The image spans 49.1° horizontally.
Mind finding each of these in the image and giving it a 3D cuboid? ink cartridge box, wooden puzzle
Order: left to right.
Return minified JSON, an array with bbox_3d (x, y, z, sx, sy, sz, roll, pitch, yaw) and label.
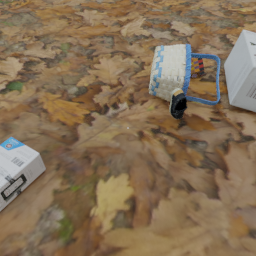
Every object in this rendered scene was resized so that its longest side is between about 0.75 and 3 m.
[{"bbox_3d":[-3.272,1.275,7.017,1.187,0.694,2.047,24,50,27],"label":"ink cartridge box"},{"bbox_3d":[2.581,-2.434,11.279,0.921,0.109,1.553,-13,42,20],"label":"wooden puzzle"}]

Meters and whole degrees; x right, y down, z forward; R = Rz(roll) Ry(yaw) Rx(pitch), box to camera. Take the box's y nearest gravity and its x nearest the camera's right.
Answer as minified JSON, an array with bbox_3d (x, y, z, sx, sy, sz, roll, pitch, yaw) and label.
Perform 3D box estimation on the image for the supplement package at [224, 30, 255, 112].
[{"bbox_3d":[4.509,-1.982,9.776,1.584,1.589,2.710,15,43,-1],"label":"supplement package"}]

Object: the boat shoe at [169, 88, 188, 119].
[{"bbox_3d":[1.574,-0.641,8.622,0.507,1.359,0.423,-25,56,-8],"label":"boat shoe"}]

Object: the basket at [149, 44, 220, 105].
[{"bbox_3d":[1.983,-1.848,9.658,2.364,1.644,2.084,8,59,6],"label":"basket"}]
